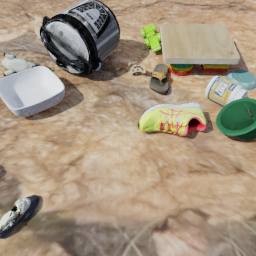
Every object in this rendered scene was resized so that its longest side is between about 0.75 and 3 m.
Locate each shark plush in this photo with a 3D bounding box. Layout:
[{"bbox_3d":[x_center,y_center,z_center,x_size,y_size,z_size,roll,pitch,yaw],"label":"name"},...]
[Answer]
[{"bbox_3d":[-4.307,-2.735,11.792,2.084,0.947,0.868,-4,15,3],"label":"shark plush"}]

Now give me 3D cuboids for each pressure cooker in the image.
[{"bbox_3d":[-1.941,-3.548,11.326,2.516,2.555,2.861,10,44,33],"label":"pressure cooker"}]

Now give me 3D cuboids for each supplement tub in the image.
[{"bbox_3d":[3.550,-1.259,10.131,1.253,0.907,0.907,32,54,28],"label":"supplement tub"}]

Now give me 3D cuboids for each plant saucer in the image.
[{"bbox_3d":[4.645,-2.019,11.370,1.285,0.231,1.285,0,45,0],"label":"plant saucer"}]

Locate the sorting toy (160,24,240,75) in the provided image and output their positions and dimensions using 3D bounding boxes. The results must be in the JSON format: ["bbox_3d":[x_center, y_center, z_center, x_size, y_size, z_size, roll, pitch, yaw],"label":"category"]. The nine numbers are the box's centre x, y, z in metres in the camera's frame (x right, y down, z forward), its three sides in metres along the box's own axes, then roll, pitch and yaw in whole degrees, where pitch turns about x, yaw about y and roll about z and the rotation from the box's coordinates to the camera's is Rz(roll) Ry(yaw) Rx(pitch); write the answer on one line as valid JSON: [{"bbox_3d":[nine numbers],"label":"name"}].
[{"bbox_3d":[2.910,-3.373,12.130,2.932,1.026,2.949,1,46,2],"label":"sorting toy"}]

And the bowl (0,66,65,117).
[{"bbox_3d":[-3.495,-1.261,10.238,2.094,0.783,2.097,-28,51,-25],"label":"bowl"}]

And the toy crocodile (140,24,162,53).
[{"bbox_3d":[1.155,-4.274,13.324,0.757,0.692,2.242,-25,47,10],"label":"toy crocodile"}]

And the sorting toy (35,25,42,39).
[{"bbox_3d":[-3.017,-4.797,13.941,2.658,0.485,2.461,-30,52,-17],"label":"sorting toy"}]

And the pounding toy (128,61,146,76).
[{"bbox_3d":[0.349,-2.410,11.478,0.829,0.476,0.474,19,79,12],"label":"pounding toy"}]

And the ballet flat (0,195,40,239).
[{"bbox_3d":[-2.811,2.157,7.088,0.509,0.509,1.392,26,51,23],"label":"ballet flat"}]

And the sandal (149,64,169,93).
[{"bbox_3d":[1.317,-2.096,11.220,0.809,0.540,1.980,9,46,8],"label":"sandal"}]

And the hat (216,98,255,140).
[{"bbox_3d":[4.017,0.162,9.227,1.548,1.645,1.868,-35,32,12],"label":"hat"}]

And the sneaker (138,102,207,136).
[{"bbox_3d":[1.502,-0.182,9.089,2.377,0.929,1.073,-11,49,-11],"label":"sneaker"}]
